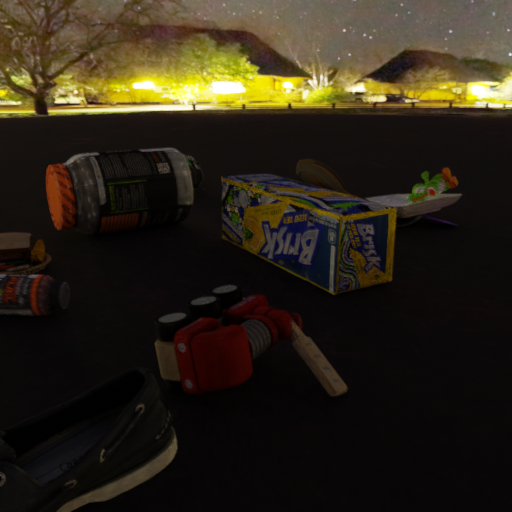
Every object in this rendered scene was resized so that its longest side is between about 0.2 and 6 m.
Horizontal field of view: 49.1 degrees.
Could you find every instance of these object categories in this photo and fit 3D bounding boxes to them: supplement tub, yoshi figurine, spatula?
[{"bbox_3d":[-3.036,0.516,7.424,1.028,0.550,0.550,0,18,1],"label":"supplement tub"},{"bbox_3d":[3.859,-1.546,12.407,1.076,0.605,0.603,-30,-16,34],"label":"yoshi figurine"},{"bbox_3d":[-2.767,-1.316,11.392,2.652,1.625,1.625,-10,20,-30],"label":"supplement tub"},{"bbox_3d":[3.060,-0.705,11.710,2.402,0.247,0.679,-4,14,-10],"label":"spatula"}]

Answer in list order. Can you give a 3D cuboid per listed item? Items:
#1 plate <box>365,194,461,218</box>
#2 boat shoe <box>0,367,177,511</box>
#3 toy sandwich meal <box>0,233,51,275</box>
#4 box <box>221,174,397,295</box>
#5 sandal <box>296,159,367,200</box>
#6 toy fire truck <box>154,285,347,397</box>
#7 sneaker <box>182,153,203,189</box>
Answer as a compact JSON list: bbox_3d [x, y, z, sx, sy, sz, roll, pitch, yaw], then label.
[{"bbox_3d":[3.109,-1.115,12.473,2.078,0.336,2.074,-13,11,-33],"label":"plate"},{"bbox_3d":[-1.674,1.481,3.903,2.579,0.855,0.964,-15,23,-38],"label":"boat shoe"},{"bbox_3d":[-4.039,-0.029,9.265,1.333,0.457,1.333,0,18,0],"label":"toy sandwich meal"},{"bbox_3d":[0.704,-0.526,9.500,1.146,1.248,3.563,-10,20,-29],"label":"box"},{"bbox_3d":[1.506,-0.872,10.099,2.234,0.610,0.913,39,-21,-27],"label":"sandal"},{"bbox_3d":[-0.002,0.971,5.662,1.599,1.029,1.408,-1,14,33],"label":"toy fire truck"},{"bbox_3d":[-2.058,-2.475,15.750,1.271,1.164,2.983,-7,19,-22],"label":"sneaker"}]
